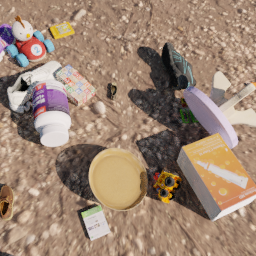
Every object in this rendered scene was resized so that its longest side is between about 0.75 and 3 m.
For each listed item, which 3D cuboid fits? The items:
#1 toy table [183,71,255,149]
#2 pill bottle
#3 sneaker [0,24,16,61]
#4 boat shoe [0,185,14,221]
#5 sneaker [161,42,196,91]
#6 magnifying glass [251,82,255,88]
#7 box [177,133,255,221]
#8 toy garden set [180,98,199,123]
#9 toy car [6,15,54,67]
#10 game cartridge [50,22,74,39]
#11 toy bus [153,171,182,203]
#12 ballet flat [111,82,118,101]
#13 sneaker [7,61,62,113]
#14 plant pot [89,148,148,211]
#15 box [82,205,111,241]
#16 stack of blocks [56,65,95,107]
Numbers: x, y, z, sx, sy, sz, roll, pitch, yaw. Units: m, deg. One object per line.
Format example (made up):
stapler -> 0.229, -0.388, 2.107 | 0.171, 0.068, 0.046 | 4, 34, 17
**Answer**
toy table -> 3.537, -0.766, 10.398 | 1.587, 2.491, 2.710 | -35, 92, -6
pill bottle -> -2.932, -0.556, 10.750 | 1.353, 1.353, 2.428 | -12, 58, -8
sneaker -> -6.164, -4.098, 13.225 | 1.052, 1.088, 2.608 | 8, 57, 5
boat shoe -> -4.075, 2.454, 9.360 | 0.436, 0.409, 1.210 | -12, 58, -8
sneaker -> 2.227, -2.762, 12.573 | 1.034, 0.984, 2.610 | -6, 64, -17
magnifying glass -> 6.319, -1.850, 12.295 | 1.859, 0.208, 0.740 | 2, 57, 2
box -> 2.938, 1.609, 9.449 | 1.495, 1.171, 2.403 | -20, 60, -13
toy garden set -> 2.882, -0.828, 11.566 | 1.455, 0.290, 1.213 | -6, 57, -4
toy car -> -4.636, -4.142, 12.755 | 1.766, 1.916, 1.695 | -39, 65, -22
game cartridge -> -3.394, -5.018, 14.370 | 1.049, 0.170, 0.924 | -22, 60, -15
toy bus -> 1.217, 1.945, 9.558 | 0.919, 0.649, 0.957 | 24, 83, 40
ballet flat -> -0.605, -1.619, 12.119 | 0.333, 0.229, 0.989 | 1, 57, 1
sneaker -> -3.859, -1.965, 11.792 | 1.104, 1.190, 2.937 | 26, 59, 16
plant pot -> -0.331, 1.727, 9.492 | 2.160, 0.297, 2.160 | 12, 61, -22
box -> -1.046, 3.071, 9.110 | 0.677, 0.170, 0.938 | -20, 60, -12
stack of blocks -> -2.311, -1.809, 11.906 | 1.663, 0.487, 0.957 | 44, 66, 12
